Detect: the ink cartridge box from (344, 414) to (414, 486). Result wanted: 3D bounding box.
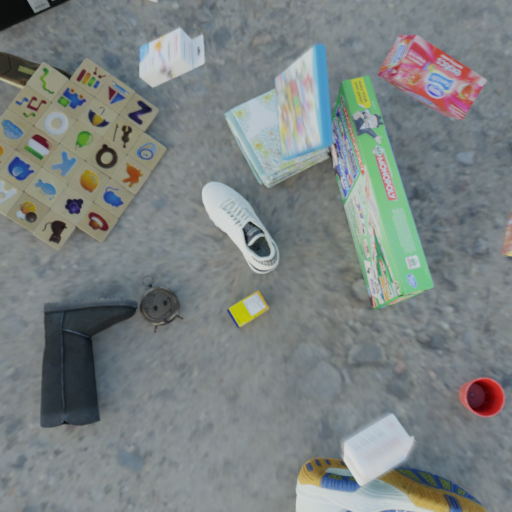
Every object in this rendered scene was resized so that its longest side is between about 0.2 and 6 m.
[{"bbox_3d":[1.616,2.585,7.504,0.771,1.339,0.454,-28,59,-9],"label":"ink cartridge box"}]

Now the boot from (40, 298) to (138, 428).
[{"bbox_3d":[-3.118,1.995,10.516,1.881,0.749,2.282,-6,75,9],"label":"boot"}]

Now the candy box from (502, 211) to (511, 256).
[{"bbox_3d":[4.162,-0.430,8.957,0.269,0.954,0.557,14,121,23],"label":"candy box"}]

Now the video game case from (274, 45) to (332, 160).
[{"bbox_3d":[0.762,-2.515,9.566,0.189,2.126,1.521,-6,95,-15],"label":"video game case"}]

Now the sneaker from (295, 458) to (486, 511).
[{"bbox_3d":[2.320,4.615,9.944,3.315,1.248,1.461,9,94,6],"label":"sneaker"}]

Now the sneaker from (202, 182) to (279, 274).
[{"bbox_3d":[-0.285,-0.664,11.003,0.837,0.882,2.192,-40,80,-5],"label":"sneaker"}]

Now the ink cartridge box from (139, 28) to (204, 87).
[{"bbox_3d":[-1.444,-3.412,9.542,1.106,0.375,0.637,-15,67,25],"label":"ink cartridge box"}]

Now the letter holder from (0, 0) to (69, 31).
[{"bbox_3d":[-5.205,-5.936,12.018,1.886,0.948,1.340,-27,78,-5],"label":"letter holder"}]

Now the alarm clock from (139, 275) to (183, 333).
[{"bbox_3d":[-1.946,0.877,10.971,0.752,0.371,1.115,-27,77,-5],"label":"alarm clock"}]

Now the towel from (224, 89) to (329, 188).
[{"bbox_3d":[0.438,-2.496,11.596,1.600,0.450,1.869,-26,80,-8],"label":"towel"}]

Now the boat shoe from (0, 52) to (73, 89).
[{"bbox_3d":[-4.461,-3.613,11.662,2.030,0.773,0.728,22,84,-19],"label":"boat shoe"}]

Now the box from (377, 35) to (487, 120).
[{"bbox_3d":[3.138,-3.194,10.046,1.642,0.784,0.819,24,105,-20],"label":"box"}]

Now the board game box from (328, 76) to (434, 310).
[{"bbox_3d":[2.104,-0.980,10.234,0.541,2.499,3.714,-13,80,-3],"label":"board game box"}]

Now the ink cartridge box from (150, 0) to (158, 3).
[{"bbox_3d":[-2.327,-6.059,12.349,0.555,0.313,0.756,19,79,4],"label":"ink cartridge box"}]

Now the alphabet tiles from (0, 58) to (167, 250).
[{"bbox_3d":[-3.694,-2.075,11.291,2.979,0.113,3.580,34,80,-9],"label":"alphabet tiles"}]

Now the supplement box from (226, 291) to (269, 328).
[{"bbox_3d":[-0.160,1.048,10.899,0.733,0.401,0.399,-31,81,-5],"label":"supplement box"}]

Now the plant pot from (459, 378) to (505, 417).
[{"bbox_3d":[4.152,2.620,10.464,0.726,0.643,0.726,0,80,0],"label":"plant pot"}]
